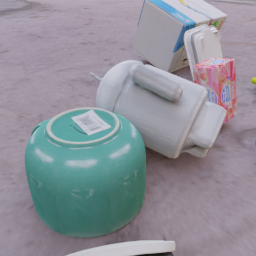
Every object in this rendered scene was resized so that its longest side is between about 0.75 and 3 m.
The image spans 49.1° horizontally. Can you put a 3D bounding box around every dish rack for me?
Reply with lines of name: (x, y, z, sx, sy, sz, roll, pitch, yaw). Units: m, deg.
dish rack: (2.450, -1.977, 8.381, 0.466, 2.140, 1.836, -3, 22, 43)

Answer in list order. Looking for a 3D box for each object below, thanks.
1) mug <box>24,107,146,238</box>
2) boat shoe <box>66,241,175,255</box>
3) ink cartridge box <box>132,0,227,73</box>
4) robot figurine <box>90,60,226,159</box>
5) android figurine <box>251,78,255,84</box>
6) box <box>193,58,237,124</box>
mug: (-0.907, 0.546, 4.862, 2.457, 1.519, 2.019, 5, 32, 8)
boat shoe: (-0.875, 1.747, 2.598, 2.898, 1.071, 0.874, -15, 62, -1)
ink cartridge box: (1.980, -3.765, 10.934, 2.769, 2.032, 2.022, -27, 60, -36)
robot figurine: (0.521, -0.414, 5.889, 2.817, 2.389, 1.591, 25, 66, 12)
android figurine: (5.055, -1.181, 8.230, 2.516, 0.568, 2.764, -27, 35, -21)
box: (2.151, -0.898, 6.897, 0.765, 1.491, 0.706, -29, 31, -31)
